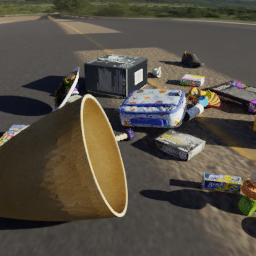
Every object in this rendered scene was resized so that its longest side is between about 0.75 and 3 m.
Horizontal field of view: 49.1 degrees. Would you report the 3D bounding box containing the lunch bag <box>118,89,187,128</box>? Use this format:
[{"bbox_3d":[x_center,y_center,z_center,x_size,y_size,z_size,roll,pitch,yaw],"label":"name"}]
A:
[{"bbox_3d":[1.021,-0.766,10.924,2.561,0.968,2.052,1,31,23],"label":"lunch bag"}]

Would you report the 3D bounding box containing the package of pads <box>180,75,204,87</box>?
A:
[{"bbox_3d":[3.572,-2.637,15.493,1.155,0.394,0.893,12,29,22],"label":"package of pads"}]

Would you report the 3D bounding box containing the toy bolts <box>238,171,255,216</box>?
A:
[{"bbox_3d":[3.605,1.616,6.467,1.552,1.077,1.483,-8,28,-16],"label":"toy bolts"}]

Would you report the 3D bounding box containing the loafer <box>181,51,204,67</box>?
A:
[{"bbox_3d":[4.351,-4.619,18.948,0.762,0.757,2.094,-14,31,-27],"label":"loafer"}]

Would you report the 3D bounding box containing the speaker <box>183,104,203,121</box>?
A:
[{"bbox_3d":[2.651,-0.643,11.568,0.452,0.452,1.112,23,35,37],"label":"speaker"}]

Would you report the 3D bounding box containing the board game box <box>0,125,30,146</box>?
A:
[{"bbox_3d":[-3.549,0.467,9.419,1.372,0.419,1.811,2,27,3],"label":"board game box"}]

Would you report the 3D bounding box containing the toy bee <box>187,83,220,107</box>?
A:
[{"bbox_3d":[3.072,-1.402,12.112,1.993,1.083,1.304,-3,-3,-39],"label":"toy bee"}]

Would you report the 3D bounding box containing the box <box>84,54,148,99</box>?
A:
[{"bbox_3d":[-0.555,-2.777,14.561,2.453,1.546,2.495,11,29,25],"label":"box"}]

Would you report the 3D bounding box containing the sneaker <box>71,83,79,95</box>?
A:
[{"bbox_3d":[-2.915,-2.210,14.244,0.758,0.784,1.880,-5,28,-10],"label":"sneaker"}]

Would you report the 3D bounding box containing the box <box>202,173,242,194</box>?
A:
[{"bbox_3d":[2.502,1.481,7.528,0.999,0.350,0.321,5,28,10],"label":"box"}]

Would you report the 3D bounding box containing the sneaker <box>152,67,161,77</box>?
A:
[{"bbox_3d":[1.715,-3.330,16.867,0.517,0.480,1.277,-6,22,13],"label":"sneaker"}]

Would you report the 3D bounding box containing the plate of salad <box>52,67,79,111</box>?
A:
[{"bbox_3d":[-2.742,-1.701,11.960,0.530,2.206,2.206,28,18,-24],"label":"plate of salad"}]

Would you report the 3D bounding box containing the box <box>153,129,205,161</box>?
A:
[{"bbox_3d":[1.711,0.533,9.392,1.366,0.330,1.082,24,36,37],"label":"box"}]

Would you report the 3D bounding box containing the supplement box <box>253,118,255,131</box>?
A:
[{"bbox_3d":[5.780,-0.545,9.718,1.315,1.954,1.981,-15,31,-27],"label":"supplement box"}]

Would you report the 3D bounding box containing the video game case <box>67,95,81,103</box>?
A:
[{"bbox_3d":[-2.490,-1.352,13.327,0.852,0.094,0.776,23,35,38],"label":"video game case"}]

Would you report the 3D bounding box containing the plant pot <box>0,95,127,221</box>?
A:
[{"bbox_3d":[-1.802,1.003,6.406,2.924,2.725,2.725,-18,26,9],"label":"plant pot"}]

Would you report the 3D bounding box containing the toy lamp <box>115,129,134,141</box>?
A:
[{"bbox_3d":[-0.608,0.426,9.466,1.687,0.491,0.491,-16,31,-32],"label":"toy lamp"}]

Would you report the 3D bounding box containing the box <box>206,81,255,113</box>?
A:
[{"bbox_3d":[5.433,-1.526,13.227,2.027,0.512,2.835,-18,33,-32],"label":"box"}]
